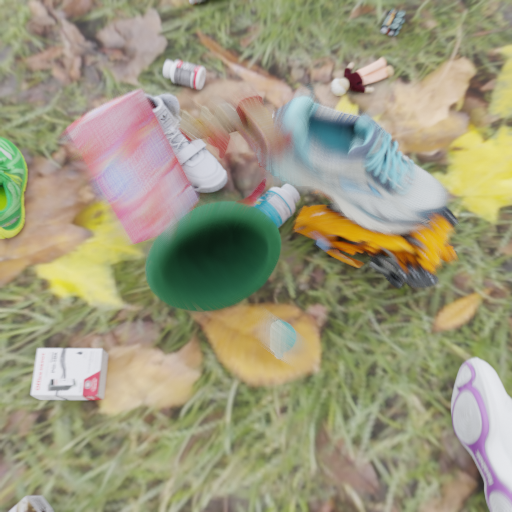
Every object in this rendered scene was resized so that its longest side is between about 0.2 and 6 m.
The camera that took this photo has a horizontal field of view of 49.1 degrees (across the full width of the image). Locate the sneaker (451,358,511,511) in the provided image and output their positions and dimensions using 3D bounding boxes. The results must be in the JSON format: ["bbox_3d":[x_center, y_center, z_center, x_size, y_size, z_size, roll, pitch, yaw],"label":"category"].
[{"bbox_3d":[3.906,2.877,8.570,1.347,1.012,2.703,-8,70,-20],"label":"sneaker"}]

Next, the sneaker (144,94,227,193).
[{"bbox_3d":[-1.464,-2.111,10.306,2.216,1.274,0.833,41,74,19],"label":"sneaker"}]

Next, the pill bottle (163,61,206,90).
[{"bbox_3d":[-1.476,-3.727,11.482,0.806,0.446,0.446,17,68,7],"label":"pill bottle"}]

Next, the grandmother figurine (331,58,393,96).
[{"bbox_3d":[2.106,-3.656,11.500,1.315,0.398,0.797,-27,62,-14],"label":"grandmother figurine"}]

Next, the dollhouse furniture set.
[{"bbox_3d":[-0.295,-1.649,7.813,1.497,0.609,0.805,-25,67,-39],"label":"dollhouse furniture set"}]

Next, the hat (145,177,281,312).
[{"bbox_3d":[-0.839,-0.501,8.821,1.976,2.386,2.100,-45,45,16],"label":"hat"}]

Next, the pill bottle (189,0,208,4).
[{"bbox_3d":[-0.988,-5.994,12.338,1.087,0.630,0.630,-15,68,-7],"label":"pill bottle"}]

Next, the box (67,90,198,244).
[{"bbox_3d":[-1.987,-1.476,9.345,1.049,2.197,1.095,-18,24,18],"label":"box"}]

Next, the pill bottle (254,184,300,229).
[{"bbox_3d":[0.272,-0.810,10.161,0.628,0.628,1.134,42,73,16],"label":"pill bottle"}]

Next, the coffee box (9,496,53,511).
[{"bbox_3d":[-3.024,4.419,7.924,0.976,0.690,1.728,-42,73,-16],"label":"coffee box"}]

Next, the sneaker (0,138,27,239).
[{"bbox_3d":[-4.683,-1.377,10.256,0.785,0.886,2.119,-14,67,-5],"label":"sneaker"}]

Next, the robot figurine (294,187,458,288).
[{"bbox_3d":[2.169,-0.503,9.870,2.716,0.790,1.969,25,66,6],"label":"robot figurine"}]

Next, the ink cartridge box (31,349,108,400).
[{"bbox_3d":[-3.019,1.923,9.106,1.069,0.443,0.784,0,68,-1],"label":"ink cartridge box"}]

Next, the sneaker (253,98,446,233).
[{"bbox_3d":[1.672,-1.400,8.805,3.363,1.451,1.305,19,69,-14],"label":"sneaker"}]

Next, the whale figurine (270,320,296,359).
[{"bbox_3d":[0.418,1.302,8.696,0.405,0.780,0.621,1,94,3],"label":"whale figurine"}]

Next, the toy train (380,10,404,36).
[{"bbox_3d":[2.965,-5.057,12.155,0.378,0.283,0.664,21,70,22],"label":"toy train"}]
